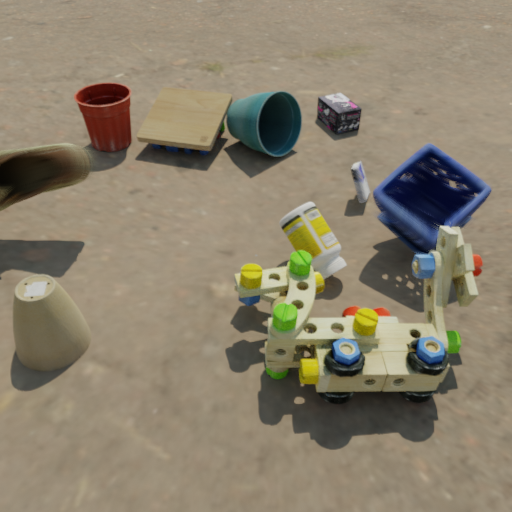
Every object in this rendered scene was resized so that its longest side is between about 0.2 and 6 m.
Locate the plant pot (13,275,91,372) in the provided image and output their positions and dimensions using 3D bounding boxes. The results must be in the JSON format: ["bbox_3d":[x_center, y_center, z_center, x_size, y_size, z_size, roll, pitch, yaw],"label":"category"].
[{"bbox_3d":[-3.047,0.875,8.113,1.093,1.167,1.093,1,40,0],"label":"plant pot"}]

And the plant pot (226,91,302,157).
[{"bbox_3d":[0.076,-3.022,12.649,1.322,1.406,1.406,19,42,43],"label":"plant pot"}]

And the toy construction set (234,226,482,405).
[{"bbox_3d":[1.491,0.814,7.968,3.607,1.662,2.365,-11,42,4],"label":"toy construction set"}]

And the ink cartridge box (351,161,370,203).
[{"bbox_3d":[2.073,-1.481,11.145,0.168,0.706,0.714,-14,15,19],"label":"ink cartridge box"}]

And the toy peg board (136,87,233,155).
[{"bbox_3d":[-1.576,-2.961,13.059,1.755,0.858,1.748,9,57,13],"label":"toy peg board"}]

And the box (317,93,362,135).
[{"bbox_3d":[2.021,-3.498,13.693,0.675,0.586,1.021,-16,43,-18],"label":"box"}]

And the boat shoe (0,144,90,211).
[{"bbox_3d":[-4.364,-1.335,9.616,2.820,1.041,1.043,-18,13,5],"label":"boat shoe"}]

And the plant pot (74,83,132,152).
[{"bbox_3d":[-3.378,-3.115,12.758,1.256,1.222,1.256,0,40,0],"label":"plant pot"}]

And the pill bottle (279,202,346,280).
[{"bbox_3d":[0.974,-0.223,9.393,0.690,0.690,1.228,-28,83,-29],"label":"pill bottle"}]

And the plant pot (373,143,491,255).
[{"bbox_3d":[2.925,-0.836,9.580,1.373,1.235,1.373,-41,67,-9],"label":"plant pot"}]
